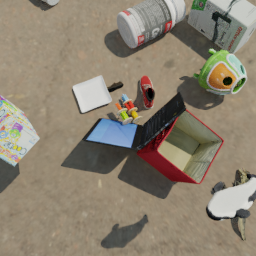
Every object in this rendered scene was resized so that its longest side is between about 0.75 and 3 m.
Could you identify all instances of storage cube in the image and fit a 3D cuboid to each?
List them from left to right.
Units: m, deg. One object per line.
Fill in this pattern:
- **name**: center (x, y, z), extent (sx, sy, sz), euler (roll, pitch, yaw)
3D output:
- **storage cube**: center (1.699, 0.682, 9.476), extent (2.046, 1.839, 1.749), euler (38, 73, -11)

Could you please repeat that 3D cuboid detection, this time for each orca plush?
- **orca plush**: center (2.219, 1.523, 5.966), extent (0.857, 0.579, 1.629), euler (33, 50, 25)

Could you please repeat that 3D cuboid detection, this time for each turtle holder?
- **turtle holder**: center (3.721, -1.974, 10.886), extent (1.655, 2.178, 1.547), euler (-50, 61, 4)

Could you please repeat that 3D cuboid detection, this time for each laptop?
- **laptop**: center (0.284, -0.456, 9.530), extent (1.543, 2.648, 2.987), euler (44, 107, -8)

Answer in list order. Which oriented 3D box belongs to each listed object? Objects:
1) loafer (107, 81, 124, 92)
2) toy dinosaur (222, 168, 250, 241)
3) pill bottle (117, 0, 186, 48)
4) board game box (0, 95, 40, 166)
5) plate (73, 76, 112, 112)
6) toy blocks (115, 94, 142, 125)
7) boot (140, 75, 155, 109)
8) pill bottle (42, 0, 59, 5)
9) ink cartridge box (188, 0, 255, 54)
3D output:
- **loafer**: center (-0.560, -1.710, 11.507), extent (0.751, 0.274, 0.268), euler (-21, 64, -15)
- **toy dinosaur**: center (3.722, 2.503, 9.740), extent (1.104, 0.594, 2.505), euler (12, 73, -2)
- **pill bottle**: center (1.016, -4.664, 11.927), extent (2.693, 1.534, 1.534), euler (-30, 72, -11)
- **board game box**: center (-3.627, -0.006, 8.345), extent (1.076, 1.095, 2.088), euler (-48, 39, -3)
- **plate**: center (-1.442, -1.355, 11.345), extent (1.293, 0.209, 1.295), euler (-21, 71, -4)
- **toy blocks**: center (-0.108, -0.775, 10.825), extent (1.031, 0.449, 1.237), euler (-9, 63, -47)
- **boot**: center (0.792, -1.605, 11.023), extent (0.528, 1.053, 1.459), euler (-7, 69, -3)
- **pill bottle**: center (-3.937, -6.471, 12.940), extent (0.934, 0.934, 1.652), euler (-42, 75, -14)
- **ink cartridge box**: center (3.952, -4.588, 11.704), extent (2.609, 1.913, 1.084), euler (43, 76, 15)
